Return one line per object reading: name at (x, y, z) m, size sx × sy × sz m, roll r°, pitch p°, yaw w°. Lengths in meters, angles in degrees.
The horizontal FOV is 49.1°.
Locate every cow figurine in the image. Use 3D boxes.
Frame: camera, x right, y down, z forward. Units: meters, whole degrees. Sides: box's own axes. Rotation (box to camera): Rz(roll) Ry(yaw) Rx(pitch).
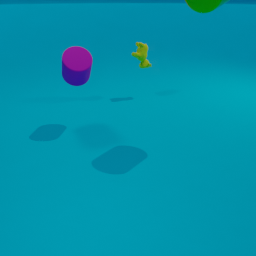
cow figurine at (0.586, -2.702, 10.509) m, size 0.877 × 0.891 × 0.489 m, roll 17°, pitch 8°, yaw -30°

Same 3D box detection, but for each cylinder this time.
cylinder at (1.810, -3.071, 5.938) m, size 0.972 × 0.972 × 0.972 m, roll 23°, pitch 48°, yaw 37°
cylinder at (-1.445, -1.725, 7.888) m, size 0.817 × 0.817 × 0.817 m, roll 5°, pitch 69°, yaw -12°
